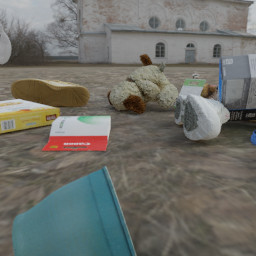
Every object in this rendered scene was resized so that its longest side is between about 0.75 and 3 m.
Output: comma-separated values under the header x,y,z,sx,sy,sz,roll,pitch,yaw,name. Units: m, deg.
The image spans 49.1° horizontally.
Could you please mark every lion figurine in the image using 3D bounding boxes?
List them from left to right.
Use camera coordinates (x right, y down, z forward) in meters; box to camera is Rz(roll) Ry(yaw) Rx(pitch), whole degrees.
x,y,z,sx,sy,sz,roll,pitch,yaw,name
3.452,-1.078,10.081,2.838,1.028,1.738,21,7,-5,lion figurine

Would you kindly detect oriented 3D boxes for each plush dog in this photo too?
x,y,z,sx,sy,sz,roll,pitch,yaw,name
0.293,-1.384,10.167,2.066,1.930,2.405,-36,26,-20,plush dog

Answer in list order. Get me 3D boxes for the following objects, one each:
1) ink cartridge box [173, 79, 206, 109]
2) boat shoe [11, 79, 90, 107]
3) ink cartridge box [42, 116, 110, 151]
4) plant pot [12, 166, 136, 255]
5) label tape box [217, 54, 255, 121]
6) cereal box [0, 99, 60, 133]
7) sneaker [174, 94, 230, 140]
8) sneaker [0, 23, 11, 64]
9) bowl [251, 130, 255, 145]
x,y,z,sx,sy,sz,roll,pitch,yaw,name
2.216,-1.143,9.888,0.878,1.207,0.289,14,-18,44,ink cartridge box
-2.992,-1.347,11.009,2.924,1.078,1.012,7,11,-11,boat shoe
-1.148,0.080,6.634,1.398,0.435,1.738,-1,13,0,ink cartridge box
-0.467,0.942,2.480,0.897,0.954,0.954,-19,18,-8,plant pot
3.814,-1.055,7.452,2.669,1.925,0.845,-2,58,15,label tape box
-3.473,-0.425,8.304,2.547,0.503,1.832,14,20,42,cereal box
2.039,-0.364,7.172,1.339,1.050,2.695,3,16,-1,sneaker
-3.054,-2.074,6.052,0.772,1.356,0.512,25,51,28,sneaker
3.394,0.249,6.319,1.144,0.224,1.144,0,15,0,bowl
